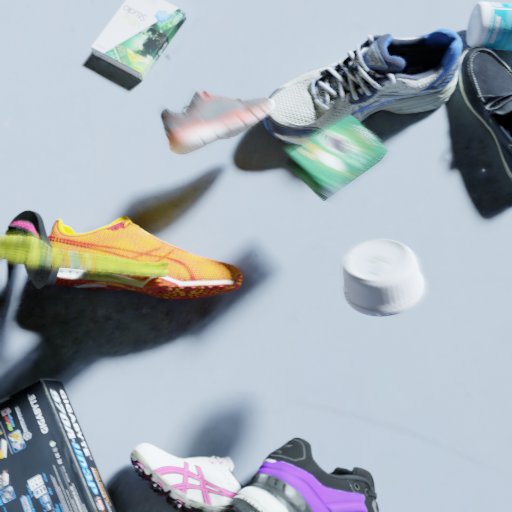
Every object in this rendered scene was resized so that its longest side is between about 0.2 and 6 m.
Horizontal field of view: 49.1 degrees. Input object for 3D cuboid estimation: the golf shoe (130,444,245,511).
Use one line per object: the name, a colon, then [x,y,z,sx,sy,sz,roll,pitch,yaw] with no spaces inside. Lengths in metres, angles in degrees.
golf shoe: [-0.830,3.319,8.226,2.153,0.782,0.991,33,59,3]

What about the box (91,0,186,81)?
box: [-2.146,-4.092,10.287,1.098,0.277,1.522,29,78,7]

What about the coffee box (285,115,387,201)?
coffee box: [1.149,-1.391,7.899,1.301,0.286,0.800,-37,75,-27]

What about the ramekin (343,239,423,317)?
ramekin: [1.535,0.226,6.897,0.977,0.513,0.977,-12,37,9]

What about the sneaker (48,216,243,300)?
sneaker: [-1.794,-0.001,8.787,3.247,1.185,1.252,9,77,2]

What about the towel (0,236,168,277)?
towel: [-2.242,-0.019,6.791,1.278,2.969,0.268,11,88,17]

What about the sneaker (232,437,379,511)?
sneaker: [1.376,3.871,7.815,3.340,1.161,1.661,45,52,-3]

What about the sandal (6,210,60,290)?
sandal: [-3.569,-0.181,8.665,2.040,0.460,0.766,40,107,46]

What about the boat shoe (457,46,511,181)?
boat shoe: [4.357,-2.506,9.590,1.036,0.864,2.777,-18,75,-3]

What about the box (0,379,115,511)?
box: [-3.475,3.857,7.912,2.691,0.779,3.385,-28,76,-4]

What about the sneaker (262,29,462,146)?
sneaker: [1.764,-3.005,9.372,3.562,1.517,1.372,-19,76,-4]

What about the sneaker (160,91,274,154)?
sneaker: [-0.575,-2.239,8.595,1.969,0.759,0.806,-28,92,-32]

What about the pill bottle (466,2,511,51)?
pill bottle: [4.569,-4.087,10.031,1.392,0.771,0.771,6,76,2]
